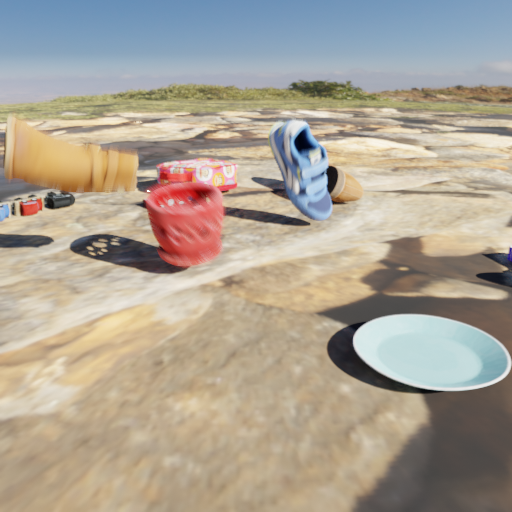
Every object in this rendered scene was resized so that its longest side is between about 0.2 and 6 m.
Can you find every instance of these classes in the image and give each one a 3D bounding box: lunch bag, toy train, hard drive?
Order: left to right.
[{"bbox_3d":[-5.403,-1.159,13.244,0.566,0.421,2.471,29,32,33],"label":"toy train"},{"bbox_3d":[-2.033,-1.344,13.986,1.309,0.215,0.914,-16,24,-38],"label":"hard drive"},{"bbox_3d":[-1.690,-2.176,15.220,2.036,0.834,1.793,10,17,37],"label":"lunch bag"}]

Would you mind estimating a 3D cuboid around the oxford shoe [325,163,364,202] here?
[{"bbox_3d":[1.799,-2.021,15.057,1.126,1.127,3.159,17,16,-26],"label":"oxford shoe"}]

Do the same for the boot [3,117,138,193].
[{"bbox_3d":[-2.630,-1.333,8.195,1.750,0.865,2.255,5,-10,-9],"label":"boot"}]

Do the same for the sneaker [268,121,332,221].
[{"bbox_3d":[1.062,-1.763,11.707,0.842,2.277,0.936,-38,19,-31],"label":"sneaker"}]

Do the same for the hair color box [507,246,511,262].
[{"bbox_3d":[4.964,0.073,9.913,0.493,0.292,0.902,-4,18,-14],"label":"hair color box"}]

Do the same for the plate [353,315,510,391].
[{"bbox_3d":[2.097,1.202,6.835,1.826,0.233,1.826,0,21,0],"label":"plate"}]

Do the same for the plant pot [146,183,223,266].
[{"bbox_3d":[-1.154,-0.503,9.397,1.243,1.132,1.243,-3,26,1],"label":"plant pot"}]
